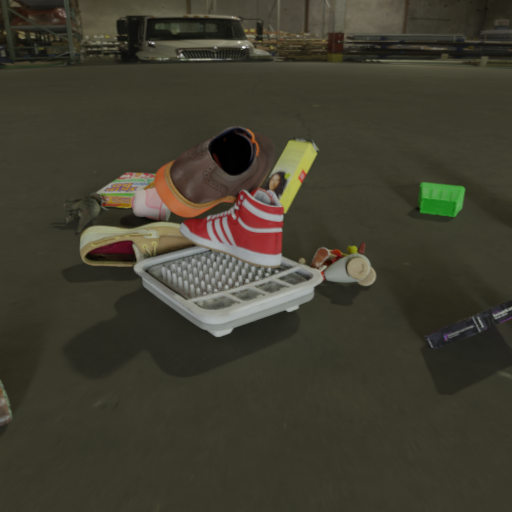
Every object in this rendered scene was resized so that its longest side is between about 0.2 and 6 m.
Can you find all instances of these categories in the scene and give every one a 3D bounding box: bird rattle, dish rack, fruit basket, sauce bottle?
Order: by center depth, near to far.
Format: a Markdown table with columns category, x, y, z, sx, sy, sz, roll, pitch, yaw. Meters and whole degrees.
| category | x | y | z | sx | sy | sz | roll | pitch | yaw |
| --- | --- | --- | --- | --- | --- | --- | --- | --- | --- |
| sauce bottle | -3.958 | 2.011 | 6.255 | 2.229 | 0.721 | 0.721 | -20 | 31 | -36 |
| dish rack | -0.521 | 0.493 | 9.510 | 2.393 | 0.607 | 2.789 | -16 | 26 | -32 |
| bird rattle | 1.593 | 0.058 | 10.738 | 0.625 | 0.432 | 0.766 | 20 | 25 | 32 |
| fruit basket | 4.575 | -1.466 | 13.875 | 1.139 | 0.822 | 1.139 | -5 | 41 | 4 |

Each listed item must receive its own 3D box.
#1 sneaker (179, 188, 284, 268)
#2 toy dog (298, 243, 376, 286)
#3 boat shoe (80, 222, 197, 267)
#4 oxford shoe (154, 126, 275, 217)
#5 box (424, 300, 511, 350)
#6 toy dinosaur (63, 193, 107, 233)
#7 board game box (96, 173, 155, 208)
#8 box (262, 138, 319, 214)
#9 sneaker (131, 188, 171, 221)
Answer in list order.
| category | x | y | z | sx | sy | sz | roll | pitch | yaw |
| --- | --- | --- | --- | --- | --- | --- | --- | --- | --- |
| sneaker | -0.419 | -0.685 | 9.966 | 2.283 | 1.284 | 0.813 | 19 | 18 | 35 |
| toy dog | 1.440 | 0.109 | 10.173 | 1.530 | 0.737 | 1.009 | 6 | -14 | 0 |
| boat shoe | -2.259 | -0.115 | 10.910 | 2.303 | 0.852 | 0.765 | -4 | 38 | -5 |
| oxford shoe | -0.288 | -1.631 | 9.697 | 1.243 | 1.220 | 3.427 | -32 | 6 | 33 |
| box | 3.380 | 0.957 | 8.323 | 1.483 | 0.268 | 1.060 | -14 | -17 | -28 |
| toy dinosaur | -4.007 | -1.101 | 13.121 | 0.877 | 0.660 | 1.715 | -11 | 23 | -7 |
| board game box | -3.446 | -1.783 | 15.055 | 1.092 | 0.343 | 2.285 | 5 | 28 | 12 |
| box | 0.701 | -1.763 | 12.164 | 0.630 | 0.419 | 1.674 | 16 | 71 | 37 |
| sneaker | -2.501 | -1.465 | 13.797 | 0.999 | 0.719 | 1.911 | 6 | 29 | 0 |
